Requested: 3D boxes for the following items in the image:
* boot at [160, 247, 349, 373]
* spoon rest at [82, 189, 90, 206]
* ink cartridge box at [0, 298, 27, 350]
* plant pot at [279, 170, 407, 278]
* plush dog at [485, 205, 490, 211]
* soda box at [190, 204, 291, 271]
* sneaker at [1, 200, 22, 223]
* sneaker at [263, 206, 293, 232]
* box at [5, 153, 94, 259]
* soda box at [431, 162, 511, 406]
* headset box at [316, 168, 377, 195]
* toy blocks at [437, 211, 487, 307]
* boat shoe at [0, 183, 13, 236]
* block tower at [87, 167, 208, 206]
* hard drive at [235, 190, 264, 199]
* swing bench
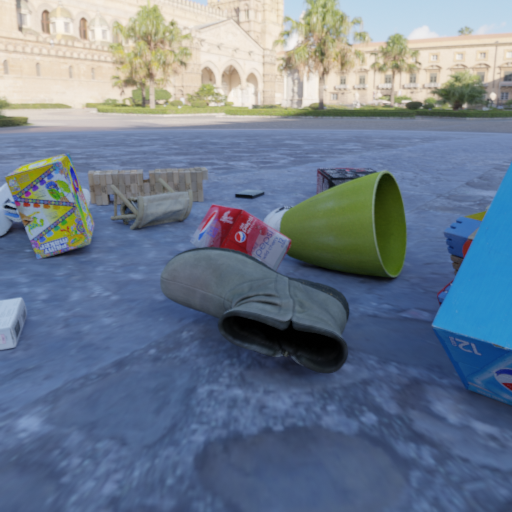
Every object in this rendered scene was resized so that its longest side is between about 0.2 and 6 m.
[{"bbox_3d":[-0.138,0.537,6.442,2.554,0.865,1.669,13,10,11],"label":"boot"},{"bbox_3d":[-4.659,-1.163,13.567,1.940,0.964,0.588,1,-20,35],"label":"spoon rest"},{"bbox_3d":[-3.731,0.937,7.167,1.363,0.389,1.108,-12,18,-12],"label":"ink cartridge box"},{"bbox_3d":[1.450,-0.482,9.849,1.914,1.791,1.791,-4,12,31],"label":"plant pot"},{"bbox_3d":[4.969,-0.491,10.420,1.982,1.590,1.703,4,40,13],"label":"plush dog"},{"bbox_3d":[-0.338,-0.235,8.891,0.918,0.832,2.623,31,-1,-16],"label":"soda box"},{"bbox_3d":[-5.294,-1.105,12.909,1.201,0.661,1.640,18,5,-44],"label":"sneaker"},{"bbox_3d":[1.176,-0.618,11.624,1.960,0.737,1.127,-4,13,-26],"label":"sneaker"},{"bbox_3d":[-4.041,-1.044,11.177,1.051,1.660,1.723,-17,19,-8],"label":"box"},{"bbox_3d":[3.548,-0.613,5.716,1.530,1.447,4.510,14,63,42],"label":"soda box"},{"bbox_3d":[2.733,-2.051,16.363,1.696,0.856,2.282,-1,16,-4],"label":"headset box"},{"bbox_3d":[3.644,-0.018,7.604,3.232,1.615,2.209,-38,33,-20],"label":"toy blocks"},{"bbox_3d":[-6.067,-0.919,12.608,0.866,0.917,2.555,-27,25,12],"label":"boat shoe"},{"bbox_3d":[-3.078,-2.017,16.187,3.355,0.970,0.906,-5,17,-10],"label":"block tower"},{"bbox_3d":[-0.191,-1.874,17.057,0.600,0.141,0.860,8,18,24],"label":"hard drive"},{"bbox_3d":[-2.509,-1.197,13.407,1.449,0.945,1.456,-13,26,-39],"label":"swing bench"}]
